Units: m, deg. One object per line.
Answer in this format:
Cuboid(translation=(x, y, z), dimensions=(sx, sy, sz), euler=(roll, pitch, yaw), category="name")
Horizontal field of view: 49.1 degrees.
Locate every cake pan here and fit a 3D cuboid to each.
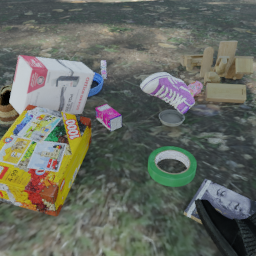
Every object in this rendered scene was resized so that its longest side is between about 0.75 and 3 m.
Cuboid(translation=(1.745, -0.387, 11.209), dimensions=(1.032, 0.189, 1.032), euler=(0, 35, 0), category="cake pan")

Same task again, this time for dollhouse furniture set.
Cuboid(translation=(4.128, -4.010, 14.832), dimensions=(2.144, 1.837, 2.255), euler=(-3, 36, -4), category="dollhouse furniture set")
Cuboid(translation=(4.625, -1.981, 13.261), dimensions=(2.084, 1.785, 2.191), euler=(4, 71, 6), category="dollhouse furniture set")

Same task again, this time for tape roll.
Cuboid(translation=(1.387, 1.187, 8.872), dimensions=(1.511, 0.363, 1.511), euler=(0, 36, 0), category="tape roll")

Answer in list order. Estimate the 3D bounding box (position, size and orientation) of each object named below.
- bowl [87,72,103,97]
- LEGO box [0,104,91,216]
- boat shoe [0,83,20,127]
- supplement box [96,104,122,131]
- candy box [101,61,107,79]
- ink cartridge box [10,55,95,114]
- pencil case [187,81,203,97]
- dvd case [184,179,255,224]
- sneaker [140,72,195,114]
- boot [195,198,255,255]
Cuboid(translation=(-2.267, -2.098, 13.388), dimensions=(2.182, 0.428, 2.182), euler=(0, 36, 0), category="bowl")
Cuboid(translation=(-2.544, 0.814, 8.199), dimensions=(2.160, 1.119, 2.901), euler=(13, 46, 5), category="LEGO box")
Cuboid(translation=(-4.737, -1.226, 11.593), dimensions=(1.122, 1.095, 2.965), euler=(-9, 37, -12), category="boat shoe")
Cuboid(translation=(-0.754, -0.427, 10.956), dimensions=(0.556, 0.544, 1.075), euler=(-23, 41, -28), category="supplement box")
Cuboid(translation=(-1.243, -2.984, 14.336), dimensions=(0.271, 0.757, 0.635), euler=(-2, 36, -3), category="candy box")
Cuboid(translation=(-2.665, -1.446, 10.050), dimensions=(2.526, 1.839, 1.071), euler=(-8, 39, -47), category="ink cartridge box")
Cuboid(translation=(2.749, -1.578, 12.522), dimensions=(0.658, 0.658, 1.505), euler=(24, 43, 30), category="pencil case")
Cuboid(translation=(2.723, 2.261, 7.550), dimensions=(1.980, 0.158, 1.472), euler=(22, 42, 28), category="dvd case")
Cuboid(translation=(1.582, -1.175, 9.995), dimensions=(2.432, 0.881, 1.387), euler=(-1, 55, -43), category="sneaker")
Cuboid(translation=(2.594, 2.279, 6.781), dimensions=(1.357, 0.683, 1.814), euler=(-27, 57, -8), category="boot")
